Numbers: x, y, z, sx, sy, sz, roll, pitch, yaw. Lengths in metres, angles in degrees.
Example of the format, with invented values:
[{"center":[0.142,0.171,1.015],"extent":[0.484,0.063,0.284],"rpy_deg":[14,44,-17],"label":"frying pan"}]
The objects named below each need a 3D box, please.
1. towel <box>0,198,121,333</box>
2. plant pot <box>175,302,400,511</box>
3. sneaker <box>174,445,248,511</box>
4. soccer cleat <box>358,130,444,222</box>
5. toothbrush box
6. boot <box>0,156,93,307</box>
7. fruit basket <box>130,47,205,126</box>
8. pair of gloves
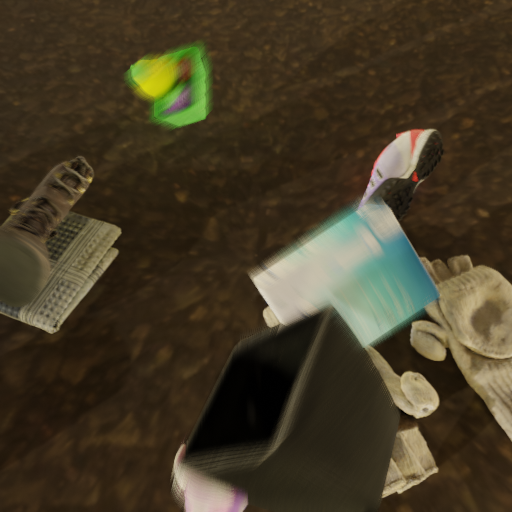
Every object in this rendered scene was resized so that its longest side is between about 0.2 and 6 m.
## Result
[{"center":[-3.273,0.081,8.553],"extent":[1.912,0.343,1.986],"rpy_deg":[18,57,16],"label":"towel"},{"center":[0.396,1.472,4.764],"extent":[1.242,1.397,1.400],"rpy_deg":[42,48,-14],"label":"plant pot"},{"center":[-0.128,2.083,6.075],"extent":[0.876,0.963,2.178],"rpy_deg":[18,27,24],"label":"sneaker"},{"center":[2.231,-1.259,9.325],"extent":[0.859,0.801,2.349],"rpy_deg":[15,57,44],"label":"soccer cleat"},{"center":[1.015,0.363,6.478],"extent":[1.694,0.722,1.240],"rpy_deg":[-34,99,-3],"label":"toothbrush box"},{"center":[-2.909,-0.469,7.311],"extent":[0.968,2.795,2.433],"rpy_deg":[44,52,-23],"label":"boot"},{"center":[-1.474,-3.021,9.690],"extent":[0.984,1.364,1.364],"rpy_deg":[-9,51,20],"label":"fruit basket"},{"center":[2.164,1.336,7.356],"extent":[3.551,0.623,3.020],"rpy_deg":[-13,55,-10],"label":"pair of gloves"}]
